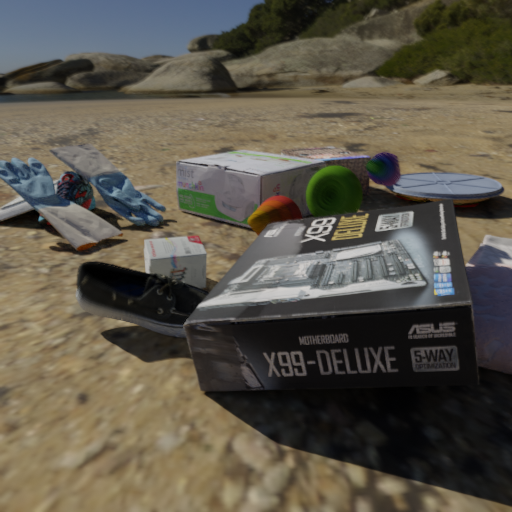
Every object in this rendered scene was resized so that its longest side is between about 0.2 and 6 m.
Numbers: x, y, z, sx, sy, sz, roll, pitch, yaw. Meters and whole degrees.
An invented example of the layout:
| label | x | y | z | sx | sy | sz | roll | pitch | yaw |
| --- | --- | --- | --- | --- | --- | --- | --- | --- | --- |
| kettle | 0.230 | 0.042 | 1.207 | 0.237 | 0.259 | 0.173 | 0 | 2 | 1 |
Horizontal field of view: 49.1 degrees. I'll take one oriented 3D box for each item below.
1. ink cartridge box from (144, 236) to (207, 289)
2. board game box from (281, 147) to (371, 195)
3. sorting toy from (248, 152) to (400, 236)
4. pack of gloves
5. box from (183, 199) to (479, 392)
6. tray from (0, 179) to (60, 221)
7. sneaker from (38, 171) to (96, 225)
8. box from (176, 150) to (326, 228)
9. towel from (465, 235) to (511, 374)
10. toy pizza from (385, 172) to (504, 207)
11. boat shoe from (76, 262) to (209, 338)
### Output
| label | x | y | z | sx | sy | sz | roll | pitch | yaw |
| --- | --- | --- | --- | --- | --- | --- | --- | --- | --- |
| ink cartridge box | -1.299 | 0.128 | 8.944 | 0.908 | 0.657 | 0.660 | -4 | 31 | -16 |
| board game box | 1.838 | -2.301 | 15.286 | 1.674 | 1.017 | 2.099 | -8 | 20 | -21 |
| sorting toy | 0.998 | -0.992 | 9.783 | 3.060 | 1.061 | 1.054 | -24 | -10 | 30 |
| pack of gloves | -3.815 | -1.237 | 12.273 | 3.305 | 0.652 | 2.777 | 39 | 34 | 22 |
| box | 1.150 | 0.346 | 7.243 | 2.940 | 0.928 | 3.728 | -6 | 18 | 19 |
| tray | -5.243 | -1.391 | 13.288 | 1.306 | 0.270 | 2.432 | -18 | 19 | 6 |
| sneaker | -4.307 | -1.352 | 12.587 | 0.886 | 1.067 | 2.233 | 0 | 20 | 0 |
| box | -0.124 | -1.659 | 13.099 | 2.660 | 1.286 | 2.347 | 16 | 25 | 38 |
| towel | 4.310 | 0.672 | 7.177 | 3.491 | 0.563 | 3.334 | 9 | 28 | 31 |
| toy pizza | 4.781 | -1.673 | 14.389 | 2.918 | 0.462 | 2.918 | -1 | 19 | 0 |
| boat shoe | -1.384 | 0.554 | 7.512 | 2.185 | 0.619 | 0.750 | 9 | 41 | 4 |
